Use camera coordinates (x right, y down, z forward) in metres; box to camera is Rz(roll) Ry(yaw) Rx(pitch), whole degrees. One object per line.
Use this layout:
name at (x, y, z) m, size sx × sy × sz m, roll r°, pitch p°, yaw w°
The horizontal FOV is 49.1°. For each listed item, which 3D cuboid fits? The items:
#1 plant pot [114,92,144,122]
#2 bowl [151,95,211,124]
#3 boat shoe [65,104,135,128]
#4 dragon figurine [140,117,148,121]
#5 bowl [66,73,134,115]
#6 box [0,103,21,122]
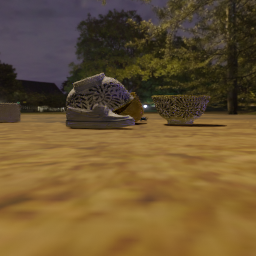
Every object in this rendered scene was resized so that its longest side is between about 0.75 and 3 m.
plant pot at (0.135, -0.693, 11.071) m, size 0.835 × 1.177 × 1.177 m, roll 43°, pitch -15°, yaw -21°
bowl at (1.870, -0.636, 9.980) m, size 2.096 × 0.984 × 2.096 m, roll 0°, pitch 3°, yaw 0°
boat shoe at (-0.780, -0.317, 7.406) m, size 1.954 × 0.638 × 0.719 m, roll 1°, pitch 3°, yaw 14°
dragon figurine at (0.679, -0.423, 12.990) m, size 0.373 × 0.221 × 0.751 m, roll -1°, pitch 3°, yaw -16°
bowl at (-1.251, -1.249, 10.406) m, size 2.718 × 1.275 × 2.718 m, roll -18°, pitch 13°, yaw 4°
box at (-5.609, -0.647, 11.715) m, size 2.035 × 0.836 × 0.696 m, roll 0°, pitch 3°, yaw -28°
